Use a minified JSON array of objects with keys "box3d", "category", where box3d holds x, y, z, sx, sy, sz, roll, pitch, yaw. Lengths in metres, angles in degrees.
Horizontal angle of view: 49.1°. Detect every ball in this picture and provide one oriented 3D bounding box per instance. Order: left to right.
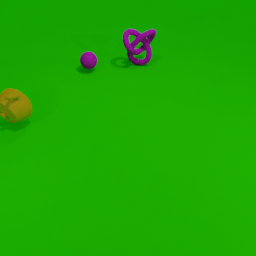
[{"box3d":[-1.612,-2.765,11.467,0.708,0.708,0.708,0,41,0],"category":"ball"}]

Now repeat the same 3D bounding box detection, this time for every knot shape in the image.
[{"box3d":[0.391,-3.474,11.575,1.527,1.631,0.754,13,23,-38],"category":"knot shape"}]

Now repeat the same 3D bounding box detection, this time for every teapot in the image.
[{"box3d":[-3.486,-0.640,8.444,1.089,1.751,0.857,38,56,-1],"category":"teapot"}]
